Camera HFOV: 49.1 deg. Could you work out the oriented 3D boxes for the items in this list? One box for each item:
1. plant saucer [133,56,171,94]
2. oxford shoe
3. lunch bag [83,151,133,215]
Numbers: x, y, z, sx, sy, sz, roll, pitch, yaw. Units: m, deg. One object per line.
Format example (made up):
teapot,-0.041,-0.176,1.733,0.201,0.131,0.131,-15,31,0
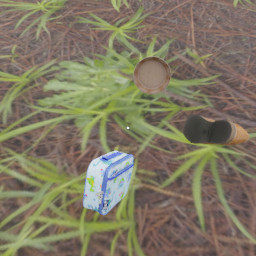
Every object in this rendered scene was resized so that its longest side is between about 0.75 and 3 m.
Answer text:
plant saucer,0.616,-1.353,7.186,0.960,0.960,0.176,2,18,2
oxford shoe,1.733,0.104,5.788,0.608,0.609,1.707,13,3,-23
lunch bag,-0.261,0.755,4.120,0.397,0.774,0.963,14,11,21
